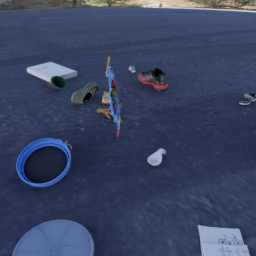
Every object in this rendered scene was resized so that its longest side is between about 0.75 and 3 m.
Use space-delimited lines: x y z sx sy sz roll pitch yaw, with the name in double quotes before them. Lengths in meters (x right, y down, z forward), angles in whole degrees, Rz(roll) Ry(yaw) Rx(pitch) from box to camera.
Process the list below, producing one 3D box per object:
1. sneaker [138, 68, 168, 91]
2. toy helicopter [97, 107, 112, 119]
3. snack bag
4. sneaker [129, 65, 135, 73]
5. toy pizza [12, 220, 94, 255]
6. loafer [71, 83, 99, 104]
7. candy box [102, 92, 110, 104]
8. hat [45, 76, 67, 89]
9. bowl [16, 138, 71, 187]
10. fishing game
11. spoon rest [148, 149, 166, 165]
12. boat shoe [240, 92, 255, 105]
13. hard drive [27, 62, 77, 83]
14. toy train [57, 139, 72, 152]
"sneaker" 1.355 -2.863 15.460 0.790 1.092 2.236 -22 35 -29
"toy helicopter" -0.952 -0.735 12.563 1.090 0.430 0.721 4 38 28
"snack bag" 2.262 2.774 6.608 1.085 0.123 1.151 3 30 6
"sneaker" 0.292 -3.834 17.842 0.340 0.379 0.877 -8 31 -14
"toy pizza" -1.671 2.837 6.338 1.800 0.285 1.800 1 30 -1
"loafer" -1.986 -1.637 13.848 0.663 0.716 1.903 27 42 18
"candy box" -0.957 -1.503 13.898 0.547 0.262 0.948 2 29 1
"hat" -3.942 -2.244 15.368 0.911 0.968 1.099 -2 57 -35
"bowl" -2.615 1.085 8.800 1.668 0.327 1.668 -2 52 2
"fishing game" -0.430 -1.190 10.564 0.439 2.825 2.023 -5 34 5
"spoon rest" 1.015 0.971 9.585 0.471 0.287 0.948 17 33 26
"boat shoe" 5.897 -1.456 13.690 1.270 0.393 0.475 -20 35 -31
"hard drive" -4.669 -3.436 17.164 2.743 0.366 1.810 25 38 37
"toy train" -2.439 0.839 9.637 0.670 0.508 1.172 22 35 19
